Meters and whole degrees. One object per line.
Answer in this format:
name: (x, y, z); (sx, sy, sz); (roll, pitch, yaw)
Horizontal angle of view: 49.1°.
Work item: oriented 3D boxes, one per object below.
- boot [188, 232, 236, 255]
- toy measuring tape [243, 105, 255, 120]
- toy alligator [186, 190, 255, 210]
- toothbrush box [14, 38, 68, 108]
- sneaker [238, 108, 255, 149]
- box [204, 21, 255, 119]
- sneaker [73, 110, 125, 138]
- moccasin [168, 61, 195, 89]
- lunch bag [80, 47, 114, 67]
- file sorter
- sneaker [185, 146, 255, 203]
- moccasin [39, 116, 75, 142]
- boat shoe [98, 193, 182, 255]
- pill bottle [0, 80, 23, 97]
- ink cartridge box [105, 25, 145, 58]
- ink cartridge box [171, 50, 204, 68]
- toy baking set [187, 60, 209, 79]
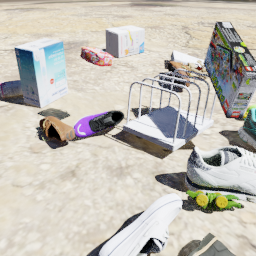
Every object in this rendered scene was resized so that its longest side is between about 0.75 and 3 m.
boot: (1.546, 2.620, 4.924); (1.050, 0.588, 1.518); (29, 42, 32)
toy measuring tape: (4.919, -0.617, 10.333); (1.610, 0.592, 0.592); (-9, 32, -15)
toy alligator: (2.169, 1.735, 6.520); (1.651, 0.397, 0.547); (4, -1, 8)
toothbrush box: (-3.417, -2.244, 11.323); (0.992, 2.326, 1.703); (18, 34, 23)
sneaker: (4.270, 0.246, 8.279); (0.989, 1.163, 2.550); (-11, 33, -17)
box: (2.938, -1.770, 8.177); (0.488, 1.546, 2.808); (1, 45, -5)
sneaker: (-0.896, -0.217, 9.214); (1.848, 0.642, 0.919); (-24, 9, -32)
moccasin: (2.593, -2.565, 13.314); (1.054, 0.999, 2.730); (-8, 21, 3)
lunch bag: (-0.959, -2.300, 8.975); (0.970, 0.397, 0.855); (32, 30, 25)
file sorter: (1.480, -0.783, 9.155); (1.930, 1.732, 2.781); (22, 30, 33)
sneaker: (2.903, 1.061, 6.937); (2.884, 1.161, 1.102); (1, 29, -2)
moccasin: (-2.435, 0.072, 9.074); (0.676, 0.640, 1.751); (-25, 37, -37)
boat shoe: (0.448, 2.162, 5.574); (2.171, 0.799, 0.710); (-33, 47, -28)
pill bottle: (-4.902, -1.727, 12.096); (1.151, 0.652, 0.652); (-11, 32, -17)
ink cartridge box: (-0.195, -5.409, 17.453); (2.033, 1.497, 1.471); (-22, 37, -31)
ink cartridge box: (3.430, -3.617, 15.656); (2.075, 0.592, 1.686); (20, 31, -5)
toy baking set: (4.005, -3.030, 14.376); (1.536, 0.233, 2.002); (-31, 55, -28)
